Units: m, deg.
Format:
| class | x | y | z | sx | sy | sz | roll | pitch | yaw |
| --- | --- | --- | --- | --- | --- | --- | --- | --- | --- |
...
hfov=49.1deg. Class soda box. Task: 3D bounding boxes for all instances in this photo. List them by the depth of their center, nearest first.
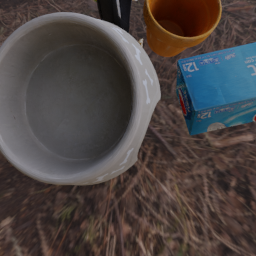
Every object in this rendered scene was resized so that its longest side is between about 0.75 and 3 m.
| class | x | y | z | sx | sy | sz | roll | pitch | yaw |
| --- | --- | --- | --- | --- | --- | --- | --- | --- | --- |
| soda box | 2.245 | -0.751 | 4.428 | 2.825 | 0.907 | 0.958 | -13 | 64 | 2 |

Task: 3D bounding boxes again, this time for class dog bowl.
| class | x | y | z | sx | sy | sz | roll | pitch | yaw |
| --- | --- | --- | --- | --- | --- | --- | --- | --- | --- |
| dog bowl | -0.636 | -0.290 | 2.997 | 1.935 | 0.567 | 1.935 | 0 | 92 | 12 |

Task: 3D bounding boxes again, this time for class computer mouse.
| class | x | y | z | sx | sy | sz | roll | pitch | yaw |
| --- | --- | --- | --- | --- | --- | --- | --- | --- | --- |
| computer mouse | -0.221 | -2.215 | 5.818 | 0.611 | 2.653 | 1.862 | -9 | 38 | -24 |

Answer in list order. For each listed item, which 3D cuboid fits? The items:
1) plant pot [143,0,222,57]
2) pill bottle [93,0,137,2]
| class | x | y | z | sx | sy | sz | roll | pitch | yaw |
| --- | --- | --- | --- | --- | --- | --- | --- | --- | --- |
| plant pot | 1.070 | -2.450 | 6.526 | 1.634 | 1.496 | 1.634 | 2 | 79 | -8 |
| pill bottle | -0.371 | -3.951 | 7.945 | 1.352 | 0.763 | 0.763 | 12 | 51 | 19 |
